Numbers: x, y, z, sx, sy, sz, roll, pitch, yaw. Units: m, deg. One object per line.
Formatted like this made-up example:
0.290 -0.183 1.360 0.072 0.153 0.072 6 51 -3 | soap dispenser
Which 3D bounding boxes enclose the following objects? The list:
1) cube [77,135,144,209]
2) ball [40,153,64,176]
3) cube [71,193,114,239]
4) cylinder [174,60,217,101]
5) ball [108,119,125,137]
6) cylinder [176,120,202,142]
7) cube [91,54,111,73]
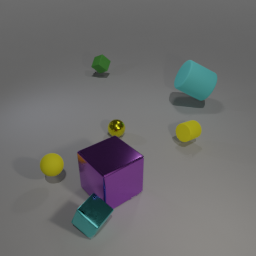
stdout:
-0.505 1.306 8.279 1.400 1.400 1.400 -23 39 -32 | cube
-2.299 1.110 8.462 0.700 0.700 0.700 0 32 0 | ball
-0.918 2.268 7.222 0.700 0.700 0.700 37 43 11 | cube
3.042 -2.145 12.682 1.400 1.400 1.400 23 29 -14 | cylinder
-0.451 0.003 11.011 0.700 0.700 0.700 0 32 0 | ball
2.251 0.108 10.412 0.700 0.700 0.700 -15 34 -41 | cylinder
-1.537 -3.644 15.950 0.700 0.700 0.700 -4 62 44 | cube
